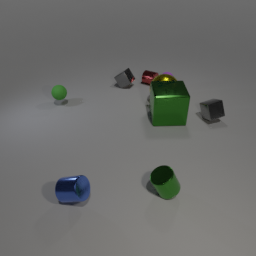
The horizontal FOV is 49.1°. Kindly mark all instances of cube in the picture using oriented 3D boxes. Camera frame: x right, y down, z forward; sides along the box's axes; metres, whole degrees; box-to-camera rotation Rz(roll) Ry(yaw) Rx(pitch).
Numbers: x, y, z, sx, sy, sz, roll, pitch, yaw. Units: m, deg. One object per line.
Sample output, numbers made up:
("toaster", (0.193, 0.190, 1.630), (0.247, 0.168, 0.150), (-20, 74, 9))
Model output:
("cube", (1.676, -1.039, 11.648), (1.400, 1.400, 1.400), (-1, 36, -2))
("cube", (-0.165, -2.617, 14.728), (0.700, 0.700, 0.700), (-23, 18, 34))
("cube", (3.513, -0.774, 11.695), (0.700, 0.700, 0.700), (-18, 15, -10))

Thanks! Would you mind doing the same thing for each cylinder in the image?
("cylinder", (1.208, -2.717, 15.131), (0.700, 0.700, 0.700), (20, 37, 29))
("cylinder", (1.066, 1.544, 7.990), (0.700, 0.700, 0.700), (-19, 38, 15))
("cylinder", (-1.510, 1.673, 7.689), (0.700, 0.700, 0.700), (-11, 25, 27))

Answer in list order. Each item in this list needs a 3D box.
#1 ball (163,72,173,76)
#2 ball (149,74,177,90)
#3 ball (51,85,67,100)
("ball", (1.955, -2.461, 14.077), (0.700, 0.700, 0.700), (0, 32, 0))
("ball", (1.700, -1.809, 13.014), (1.400, 1.400, 1.400), (0, 32, 0))
("ball", (-3.152, -1.626, 12.834), (0.700, 0.700, 0.700), (0, 32, 0))
